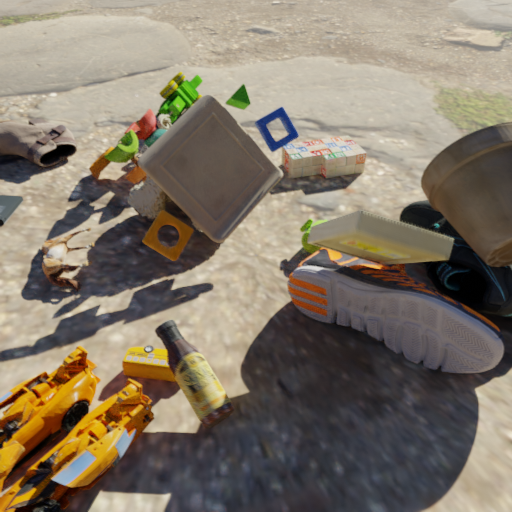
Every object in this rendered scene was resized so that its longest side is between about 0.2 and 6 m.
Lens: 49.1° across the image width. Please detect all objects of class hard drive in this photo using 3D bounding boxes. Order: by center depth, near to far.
[{"bbox_3d":[-5.617,-1.020,12.210,0.687,0.162,0.984,3,37,5],"label":"hard drive"}]

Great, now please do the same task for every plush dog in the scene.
[{"bbox_3d":[-1.259,-1.680,11.999,2.440,1.958,2.096,13,16,17],"label":"plush dog"}]

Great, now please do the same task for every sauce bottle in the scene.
[{"bbox_3d":[-0.909,1.619,7.816,0.521,0.521,1.578,-26,71,-30],"label":"sauce bottle"}]

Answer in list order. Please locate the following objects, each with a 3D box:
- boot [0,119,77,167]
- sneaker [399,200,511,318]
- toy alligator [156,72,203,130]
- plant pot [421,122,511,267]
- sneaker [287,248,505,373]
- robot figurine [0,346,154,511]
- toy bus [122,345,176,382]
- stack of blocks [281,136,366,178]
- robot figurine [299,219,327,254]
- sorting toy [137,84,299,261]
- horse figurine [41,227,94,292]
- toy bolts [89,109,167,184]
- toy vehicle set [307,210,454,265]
[{"bbox_3d":[-5.741,-2.736,14.008,2.320,0.815,1.696,-32,54,-27],"label":"boot"},{"bbox_3d":[3.512,-0.062,9.958,1.248,1.187,3.149,-6,36,-29],"label":"sneaker"},{"bbox_3d":[-2.358,-4.172,15.779,0.980,1.072,3.614,-30,25,32],"label":"toy alligator"},{"bbox_3d":[3.914,-0.847,9.039,2.001,2.001,1.736,-8,61,-10],"label":"plant pot"},{"bbox_3d":[2.449,0.478,9.253,3.551,1.377,1.989,23,44,27],"label":"sneaker"},{"bbox_3d":[-2.907,2.535,6.929,2.246,0.902,3.098,22,42,28],"label":"robot figurine"},{"bbox_3d":[-1.469,1.650,8.555,1.050,0.342,0.411,6,38,7],"label":"toy bus"},{"bbox_3d":[1.632,-2.378,13.686,1.804,0.528,1.039,-11,39,-14],"label":"stack of blocks"},{"bbox_3d":[1.220,-0.369,11.073,0.756,0.499,0.862,44,47,4],"label":"robot figurine"},{"bbox_3d":[-0.869,-1.630,10.674,3.860,2.174,0.526,-49,13,-17],"label":"sorting toy"},{"bbox_3d":[-3.631,0.046,10.574,1.072,0.404,1.617,-15,44,0],"label":"horse figurine"},{"bbox_3d":[-2.783,-2.308,13.454,1.886,1.369,1.974,-23,30,44],"label":"toy bolts"},{"bbox_3d":[1.683,-0.211,8.118,1.331,0.284,2.143,16,-6,-10],"label":"toy vehicle set"}]
